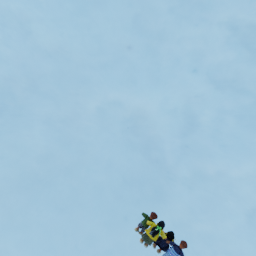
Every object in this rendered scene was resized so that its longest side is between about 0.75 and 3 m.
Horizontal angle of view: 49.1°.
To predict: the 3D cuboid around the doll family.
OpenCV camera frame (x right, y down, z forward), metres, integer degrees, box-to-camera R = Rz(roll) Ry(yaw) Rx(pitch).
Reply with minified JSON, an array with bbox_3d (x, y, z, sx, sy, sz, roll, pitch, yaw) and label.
[{"bbox_3d":[0.697,2.257,5.740,1.224,0.480,0.707,41,106,5],"label":"doll family"}]
